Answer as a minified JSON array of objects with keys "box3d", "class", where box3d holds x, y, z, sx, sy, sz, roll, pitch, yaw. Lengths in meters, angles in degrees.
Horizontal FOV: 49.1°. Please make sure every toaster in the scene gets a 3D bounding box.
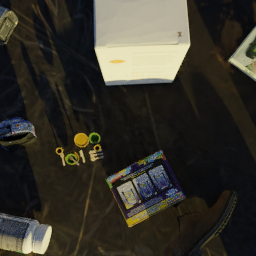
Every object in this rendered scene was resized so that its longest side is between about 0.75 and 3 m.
[{"box3d":[-4.236,-3.291,8.974,0.853,0.750,1.320,24,84,7],"class":"toaster"}]

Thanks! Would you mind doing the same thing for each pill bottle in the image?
[{"box3d":[-3.073,3.005,7.934,1.596,0.903,0.903,11,82,2],"class":"pill bottle"}]

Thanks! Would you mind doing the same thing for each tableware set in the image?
[{"box3d":[-1.455,0.636,8.402,1.391,0.213,0.937,-11,102,6],"class":"tableware set"}]

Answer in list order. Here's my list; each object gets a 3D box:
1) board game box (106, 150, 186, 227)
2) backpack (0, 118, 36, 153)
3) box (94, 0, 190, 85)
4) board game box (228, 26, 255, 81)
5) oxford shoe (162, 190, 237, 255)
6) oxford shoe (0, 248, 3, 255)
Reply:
[{"box3d":[0.514,1.758,8.316,1.881,0.533,1.555,-26,84,-4],"class":"board game box"},{"box3d":[-3.301,0.179,8.375,1.010,1.060,0.817,-11,68,-5],"class":"backpack"},{"box3d":[0.311,-2.350,7.728,2.197,2.885,1.534,-2,81,0],"class":"box"},{"box3d":[4.887,-2.079,8.443,2.839,0.913,2.095,38,101,5],"class":"board game box"},{"box3d":[2.036,2.673,7.934,2.788,1.013,1.177,-42,62,-17],"class":"oxford shoe"},{"box3d":[-3.907,3.523,8.159,0.500,0.431,1.186,-29,83,-23],"class":"oxford shoe"}]
